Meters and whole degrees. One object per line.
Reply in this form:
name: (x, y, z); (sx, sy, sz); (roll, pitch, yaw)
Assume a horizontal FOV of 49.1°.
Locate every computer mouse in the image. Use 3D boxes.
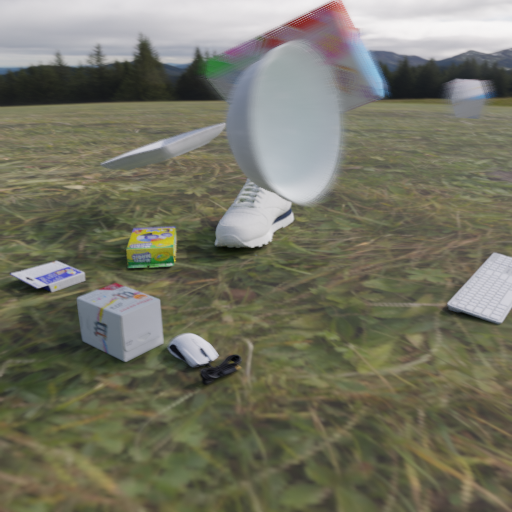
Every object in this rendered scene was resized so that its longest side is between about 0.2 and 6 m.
computer mouse: (-0.784, 1.314, 7.598); (0.680, 0.272, 1.240); (-18, 27, -38)

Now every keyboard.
keyboard: (4.300, 0.505, 10.005); (0.854, 0.162, 3.035); (14, 24, 33)

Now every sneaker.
sneaker: (-0.061, -1.117, 12.790); (1.275, 1.344, 3.338); (8, 23, 17)

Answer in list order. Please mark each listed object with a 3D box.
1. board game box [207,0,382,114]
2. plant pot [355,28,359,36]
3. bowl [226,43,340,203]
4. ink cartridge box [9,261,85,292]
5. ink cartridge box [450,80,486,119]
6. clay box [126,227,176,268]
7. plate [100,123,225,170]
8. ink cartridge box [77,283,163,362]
board game box: (0.664, -2.948, 9.342); (2.368, 1.812, 0.478); (-15, 54, 26)
plant pot: (1.637, -4.502, 12.861); (1.052, 1.570, 1.570); (17, 23, 13)
bowl: (0.253, -1.874, 8.148); (0.985, 2.191, 2.191); (5, 19, 38)
ink cartridge box: (-3.802, 0.403, 10.224); (0.949, 0.226, 0.961); (18, 28, 37)
ink cartridge box: (4.561, -3.390, 12.092); (0.514, 0.512, 0.701); (5, 48, 2)
clay box: (-2.138, -0.186, 11.567); (0.937, 0.388, 1.631); (-3, 19, -6)
plate: (-2.311, -2.715, 14.266); (2.455, 0.397, 2.450); (-5, 20, 39)
ink cartridge box: (-1.932, 0.927, 8.000); (1.003, 0.726, 0.729); (15, 25, 36)
